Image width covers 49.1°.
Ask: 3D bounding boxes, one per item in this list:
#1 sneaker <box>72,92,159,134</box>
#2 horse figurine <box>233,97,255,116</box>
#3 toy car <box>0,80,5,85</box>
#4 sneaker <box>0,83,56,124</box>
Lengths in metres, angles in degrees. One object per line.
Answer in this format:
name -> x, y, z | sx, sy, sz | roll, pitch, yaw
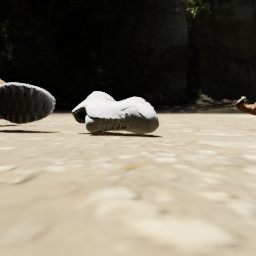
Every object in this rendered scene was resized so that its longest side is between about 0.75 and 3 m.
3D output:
sneaker -> -0.295, -0.132, 5.076 | 1.806, 0.704, 0.897 | 12, 36, 39
horse figurine -> 3.187, -0.370, 6.185 | 1.406, 0.351, 0.932 | 29, -41, -10
toy car -> -4.023, -0.777, 7.965 | 2.346, 1.851, 1.927 | 28, -39, -32
sneaker -> -2.571, -0.574, 6.052 | 2.238, 0.836, 0.917 | 0, 14, 12
